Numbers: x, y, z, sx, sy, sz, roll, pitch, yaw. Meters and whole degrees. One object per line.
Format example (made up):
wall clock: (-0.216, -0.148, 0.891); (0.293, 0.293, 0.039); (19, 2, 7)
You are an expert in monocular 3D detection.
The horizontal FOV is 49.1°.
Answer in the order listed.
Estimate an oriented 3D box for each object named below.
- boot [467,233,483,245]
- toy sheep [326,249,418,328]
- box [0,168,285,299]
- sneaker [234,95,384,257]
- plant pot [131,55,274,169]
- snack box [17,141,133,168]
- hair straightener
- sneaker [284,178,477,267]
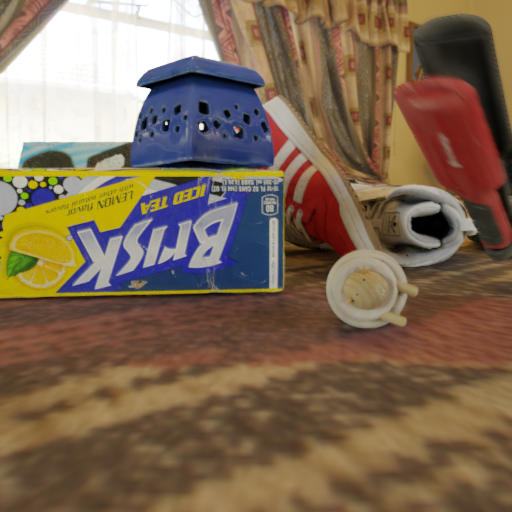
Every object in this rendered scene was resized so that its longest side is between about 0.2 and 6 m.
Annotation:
boot: (5.065, -0.494, 10.049); (2.473, 0.837, 1.615); (5, 4, 22)
toy sheep: (0.985, 0.297, 4.937); (0.766, 0.766, 1.111); (1, -4, 7)
box: (-1.704, -0.307, 6.438); (3.981, 1.395, 1.280); (-1, 8, -5)
sneaker: (0.306, -0.808, 8.441); (2.022, 1.281, 3.596); (-30, 51, 2)
plant pot: (-0.655, -1.634, 6.651); (1.310, 1.178, 1.310); (-6, 8, -43)
snack box: (-1.881, -0.729, 7.958); (3.115, 1.810, 0.578); (0, -21, 4)
hair straightener: (2.582, -1.118, 5.944); (0.783, 1.472, 3.825); (4, -23, 42)
sneaker: (1.680, -0.616, 8.799); (3.483, 1.309, 2.002); (5, 6, 7)
